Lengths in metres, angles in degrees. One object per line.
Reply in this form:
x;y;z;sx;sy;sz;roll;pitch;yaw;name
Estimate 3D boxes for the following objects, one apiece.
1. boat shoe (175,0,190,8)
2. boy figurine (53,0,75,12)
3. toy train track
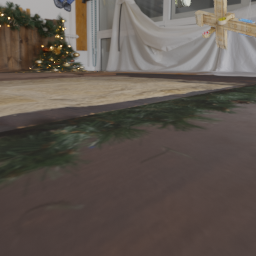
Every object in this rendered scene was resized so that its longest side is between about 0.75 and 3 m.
0.953;-2.558;4.983;0.240;0.803;0.287;-1;1;36;boat shoe
-1.204;-3.448;6.671;0.887;0.460;1.427;8;-30;-43;boy figurine
1.983;-1.811;5.143;0.342;1.205;2.101;-37;45;-17;toy train track
